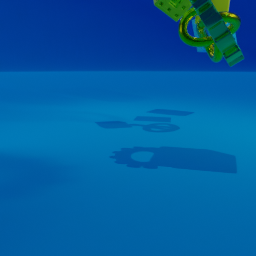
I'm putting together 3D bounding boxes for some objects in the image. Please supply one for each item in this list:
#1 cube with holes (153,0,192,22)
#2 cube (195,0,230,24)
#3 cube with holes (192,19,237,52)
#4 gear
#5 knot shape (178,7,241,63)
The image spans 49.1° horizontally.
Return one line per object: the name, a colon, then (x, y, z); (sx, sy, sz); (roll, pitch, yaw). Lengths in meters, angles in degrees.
cube with holes: (1.259, -3.627, 7.604); (0.827, 0.827, 0.827); (25, 44, -28)
cube: (2.592, -3.701, 8.657); (0.935, 0.935, 0.935); (5, 21, 13)
cube with holes: (3.219, -3.540, 10.382); (1.153, 1.153, 1.153); (-8, 8, 36)
gear: (1.539, -1.764, 4.912); (0.266, 1.436, 1.436); (-31, 0, 23)
knot shape: (2.128, -2.690, 7.721); (1.553, 1.659, 0.767); (33, 64, 16)
